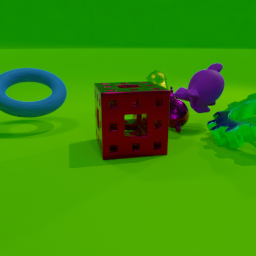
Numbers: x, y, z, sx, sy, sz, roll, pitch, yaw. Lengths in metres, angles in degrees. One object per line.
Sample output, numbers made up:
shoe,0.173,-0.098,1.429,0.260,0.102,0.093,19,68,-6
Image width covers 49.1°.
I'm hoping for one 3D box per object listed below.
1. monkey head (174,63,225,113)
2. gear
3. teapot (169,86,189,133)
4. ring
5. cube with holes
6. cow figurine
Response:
monkey head,1.797,-1.036,7.182,1.232,1.032,1.713,23,48,28
gear,2.756,-0.277,5.976,2.061,0.381,2.061,-26,12,6
teapot,1.168,-0.437,7.021,0.761,1.224,0.599,-7,-23,-1
ring,-2.533,-0.945,7.186,1.887,0.377,1.887,8,41,-7
cube with holes,0.021,-0.223,5.791,1.283,1.283,1.283,-4,17,-11
cow figurine,0.990,-1.131,8.723,0.849,1.547,1.522,-5,-8,-8
